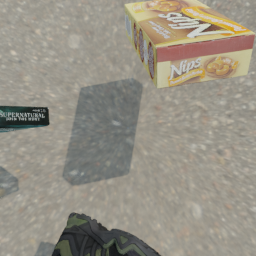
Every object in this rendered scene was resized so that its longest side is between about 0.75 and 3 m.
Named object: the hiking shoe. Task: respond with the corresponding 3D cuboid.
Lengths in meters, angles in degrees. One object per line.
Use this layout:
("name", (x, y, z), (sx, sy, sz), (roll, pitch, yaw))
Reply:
("hiking shoe", (-0.360, 2.338, 4.544), (0.982, 2.593, 1.305), (47, 60, -33))

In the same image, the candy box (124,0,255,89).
("candy box", (0.929, -1.781, 5.335), (1.566, 0.750, 2.714), (-10, 38, -6))

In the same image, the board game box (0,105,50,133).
("board game box", (-2.913, -0.120, 4.637), (1.759, 2.600, 0.366), (-6, 87, 39))
